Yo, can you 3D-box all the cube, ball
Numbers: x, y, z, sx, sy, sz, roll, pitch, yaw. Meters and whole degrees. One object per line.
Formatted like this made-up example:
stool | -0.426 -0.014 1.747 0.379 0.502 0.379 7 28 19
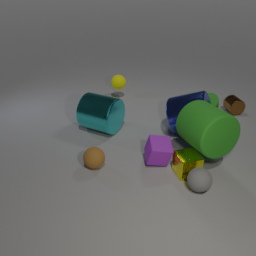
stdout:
cube | 0.964 0.715 8.915 0.700 0.700 0.700 6 43 -11
ball | -0.460 -2.207 13.514 0.700 0.700 0.700 0 30 0
cube | 1.820 1.102 8.602 0.700 0.700 0.700 -8 30 -14
ball | 2.028 1.464 7.917 0.700 0.700 0.700 0 30 0
ball | -1.077 0.945 8.884 0.700 0.700 0.700 0 30 0

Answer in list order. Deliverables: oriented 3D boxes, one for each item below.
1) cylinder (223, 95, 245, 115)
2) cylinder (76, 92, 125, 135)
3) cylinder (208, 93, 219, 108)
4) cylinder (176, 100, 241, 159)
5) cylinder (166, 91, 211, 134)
cylinder | 4.671 -1.017 12.328 0.700 0.700 0.700 -5 30 -8
cylinder | -1.035 -0.575 10.824 1.400 1.400 1.400 15 33 24
cylinder | 3.380 -1.004 11.556 0.700 0.700 0.700 -5 71 16
cylinder | 2.415 0.012 8.579 1.400 1.400 1.400 -11 28 -19
cylinder | 2.311 -0.573 10.429 1.400 1.400 1.400 -9 23 28
